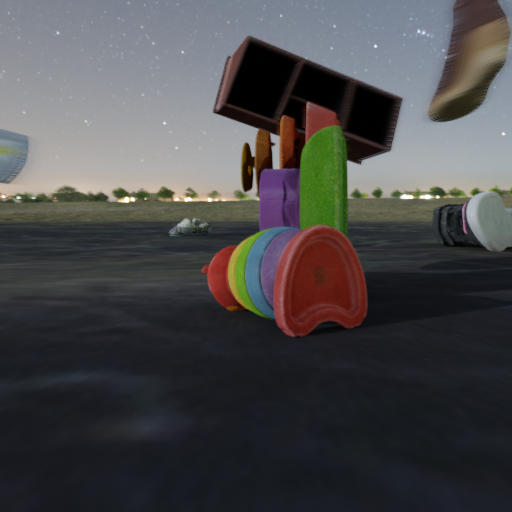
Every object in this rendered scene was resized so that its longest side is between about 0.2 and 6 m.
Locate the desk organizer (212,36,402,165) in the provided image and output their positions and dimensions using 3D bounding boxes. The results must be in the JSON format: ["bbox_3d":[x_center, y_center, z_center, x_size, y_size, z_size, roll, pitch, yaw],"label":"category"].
[{"bbox_3d":[0.853,-2.471,9.155,2.823,1.012,1.087,16,-5,-17],"label":"desk organizer"}]

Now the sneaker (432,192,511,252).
[{"bbox_3d":[3.958,-0.583,10.646,1.464,1.043,2.951,1,-1,33],"label":"sneaker"}]

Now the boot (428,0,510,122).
[{"bbox_3d":[3.282,-3.206,8.822,0.701,1.612,1.938,5,-20,-11],"label":"boot"}]

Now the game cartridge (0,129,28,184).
[{"bbox_3d":[-3.953,-1.576,8.669,0.731,1.097,0.222,16,-46,-18],"label":"game cartridge"}]

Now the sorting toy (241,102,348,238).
[{"bbox_3d":[0.249,-0.515,5.373,1.132,1.657,2.758,0,23,6],"label":"sorting toy"}]

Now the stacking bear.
[{"bbox_3d":[0.077,0.140,3.667,0.678,0.635,1.117,-3,0,-36],"label":"stacking bear"}]

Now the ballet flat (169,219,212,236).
[{"bbox_3d":[-2.026,-0.893,17.309,1.525,0.548,0.548,-4,6,-40],"label":"ballet flat"}]
